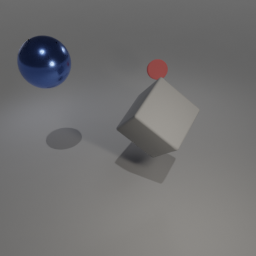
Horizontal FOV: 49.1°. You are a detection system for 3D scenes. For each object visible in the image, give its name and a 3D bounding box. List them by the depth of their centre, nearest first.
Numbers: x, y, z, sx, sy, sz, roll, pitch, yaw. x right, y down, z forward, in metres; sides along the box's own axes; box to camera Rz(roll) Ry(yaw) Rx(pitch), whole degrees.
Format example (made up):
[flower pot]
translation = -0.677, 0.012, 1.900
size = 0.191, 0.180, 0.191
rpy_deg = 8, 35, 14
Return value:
[ball]
translation = -2.248, -1.769, 7.576
size = 1.400, 1.400, 1.400
rpy_deg = 0, 32, 0
[cube]
translation = 0.787, -0.228, 7.639
size = 1.400, 1.400, 1.400
rpy_deg = 38, 66, -10
[cylinder]
translation = 1.028, -2.077, 9.963
size = 0.700, 0.700, 0.700
rpy_deg = 1, 11, 1
